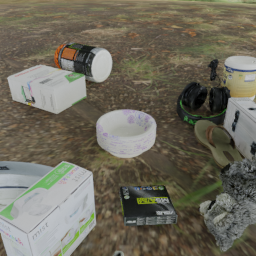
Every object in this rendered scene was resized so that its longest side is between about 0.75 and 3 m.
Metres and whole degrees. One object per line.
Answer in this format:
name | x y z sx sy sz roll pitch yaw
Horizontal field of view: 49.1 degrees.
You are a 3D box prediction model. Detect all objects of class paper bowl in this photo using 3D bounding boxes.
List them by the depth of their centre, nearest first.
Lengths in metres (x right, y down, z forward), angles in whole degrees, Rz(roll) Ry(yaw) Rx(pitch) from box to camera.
paper bowl | -0.053 0.212 8.062 1.692 0.880 1.692 1 30 -1

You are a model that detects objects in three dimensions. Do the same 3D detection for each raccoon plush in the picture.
raccoon plush | 2.529 1.399 5.195 2.399 1.161 1.608 -20 21 34

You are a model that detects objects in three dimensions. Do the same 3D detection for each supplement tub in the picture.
supplement tub | 4.157 -1.681 10.452 1.270 1.759 1.270 -1 29 0
supplement tub | -2.149 -3.131 13.172 2.534 1.553 1.553 21 36 30

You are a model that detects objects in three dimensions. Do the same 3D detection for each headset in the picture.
headset | 2.856 -1.268 10.117 1.832 1.394 2.967 13 44 20

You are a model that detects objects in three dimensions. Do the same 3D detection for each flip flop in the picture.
flip flop | 2.619 0.342 8.053 0.942 0.669 2.323 -3 30 -5

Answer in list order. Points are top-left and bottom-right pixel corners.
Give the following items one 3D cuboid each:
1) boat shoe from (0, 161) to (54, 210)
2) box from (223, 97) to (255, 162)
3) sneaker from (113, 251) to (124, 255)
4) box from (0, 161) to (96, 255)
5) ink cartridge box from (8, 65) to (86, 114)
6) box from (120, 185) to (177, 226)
boat shoe | -2.510 1.455 5.784 1.113 1.284 3.012 20 7 40
box | 3.517 0.118 7.857 0.652 1.264 2.167 -5 30 -9
sneaker | -0.360 2.459 4.606 0.385 0.468 1.017 12 33 21
box | -1.336 1.661 5.032 0.777 1.417 1.606 16 35 26
ink cartridge box | -3.152 -1.598 11.021 2.439 1.024 1.766 17 35 26
box | 0.397 1.643 6.051 1.089 0.259 1.052 0 22 -7
